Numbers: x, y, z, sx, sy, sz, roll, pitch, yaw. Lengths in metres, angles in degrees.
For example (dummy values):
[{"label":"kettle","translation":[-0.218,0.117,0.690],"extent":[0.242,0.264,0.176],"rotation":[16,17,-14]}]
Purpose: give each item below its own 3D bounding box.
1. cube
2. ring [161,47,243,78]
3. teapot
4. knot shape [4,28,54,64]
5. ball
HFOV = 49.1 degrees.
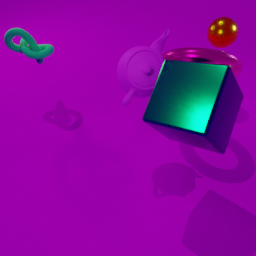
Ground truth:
[{"label":"cube","translation":[1.253,-0.390,5.261],"extent":[1.257,1.257,1.257],"rotation":[16,81,36]},{"label":"ring","translation":[1.780,-1.557,7.098],"extent":[2.099,2.099,0.420],"rotation":[8,90,7]},{"label":"teapot","translation":[0.380,-1.322,6.250],"extent":[1.177,0.927,1.893],"rotation":[30,91,-7]},{"label":"knot shape","translation":[-2.798,-2.351,8.263],"extent":[1.307,1.397,0.645],"rotation":[26,92,27]},{"label":"ball","translation":[2.773,-2.800,8.230],"extent":[0.890,0.890,0.890],"rotation":[0,48,0]}]
